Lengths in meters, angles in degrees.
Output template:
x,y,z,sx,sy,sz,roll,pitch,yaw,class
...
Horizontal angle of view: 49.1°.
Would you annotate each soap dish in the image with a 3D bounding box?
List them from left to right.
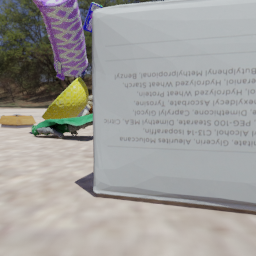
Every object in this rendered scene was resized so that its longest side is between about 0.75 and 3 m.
x,y,z,sx,sy,sz,roll,pitch,yaw,class
-3.451,-0.212,8.722,0.923,0.375,0.726,4,6,31,soap dish

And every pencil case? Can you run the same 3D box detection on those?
x,y,z,sx,sy,sz,roll,pitch,yaw,class
-1.577,-2.241,6.721,0.963,2.295,0.981,32,61,23,pencil case

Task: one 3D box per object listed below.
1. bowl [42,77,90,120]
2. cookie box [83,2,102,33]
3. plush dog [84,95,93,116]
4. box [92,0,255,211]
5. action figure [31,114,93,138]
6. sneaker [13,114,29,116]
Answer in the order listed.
x,y,z,sx,sy,sz,roll,pitch,yaw,class
-1.971,-0.739,9.791,1.033,1.919,1.919,43,-4,-12,bowl
-1.120,-3.528,8.914,0.371,0.844,0.987,19,22,-14,cookie box
-2.128,-0.864,14.196,1.470,1.179,1.262,-22,18,10,plush dog
1.029,-0.227,2.718,2.150,1.405,2.138,2,5,18,box
-1.325,-0.028,5.976,1.743,0.477,1.030,-6,4,21,action figure
-4.737,-0.452,12.421,0.795,0.309,0.446,9,-4,-30,sneaker
